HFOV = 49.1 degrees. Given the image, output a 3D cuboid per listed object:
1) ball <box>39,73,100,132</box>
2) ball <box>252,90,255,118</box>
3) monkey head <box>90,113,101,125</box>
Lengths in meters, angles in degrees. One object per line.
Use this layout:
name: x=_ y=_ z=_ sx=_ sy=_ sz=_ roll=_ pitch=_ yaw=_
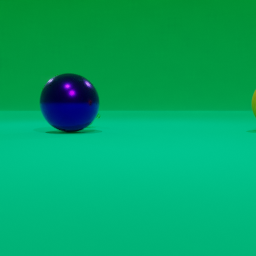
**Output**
ball: x=-1.375 y=-0.596 z=6.661 sx=1.398 sy=1.398 sz=1.398 roll=0 pitch=4 yaw=0
ball: x=3.598 y=-0.575 z=6.489 sx=1.340 sy=1.340 sz=1.340 roll=0 pitch=4 yaw=0
monkey head: x=-1.390 y=-0.426 z=8.693 sx=1.059 sy=0.762 sz=0.638 roll=-12 pitch=-12 yaw=-10
